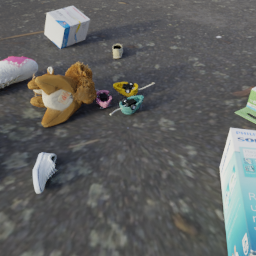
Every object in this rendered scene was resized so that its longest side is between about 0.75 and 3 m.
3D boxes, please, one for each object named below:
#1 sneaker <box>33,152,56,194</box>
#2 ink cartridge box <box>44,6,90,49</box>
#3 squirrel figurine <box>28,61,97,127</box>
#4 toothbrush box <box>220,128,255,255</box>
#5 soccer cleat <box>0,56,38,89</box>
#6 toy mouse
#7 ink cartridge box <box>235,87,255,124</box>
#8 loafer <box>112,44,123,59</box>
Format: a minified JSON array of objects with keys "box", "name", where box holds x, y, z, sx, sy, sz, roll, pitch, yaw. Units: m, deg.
[{"box":[-1.829,0.937,6.241,0.426,0.440,1.204,-8,36,-3],"name":"sneaker"},{"box":[-2.805,-4.677,12.968,1.192,1.171,1.619,43,50,12],"name":"ink cartridge box"},{"box":[-1.994,-1.201,8.539,2.029,1.436,1.894,-19,28,-19],"name":"squirrel figurine"},{"box":[2.893,1.386,4.970,2.115,1.232,2.889,7,36,9],"name":"toothbrush box"},{"box":[-4.482,-1.589,9.397,2.971,1.038,1.282,-13,59,-18],"name":"soccer cleat"},{"box":[-0.294,-0.804,8.617,2.098,0.406,1.865,4,40,8],"name":"toy mouse"},{"box":[4.446,-0.832,8.455,2.222,0.659,1.153,-23,42,-28],"name":"ink cartridge box"},{"box":[-0.438,-3.424,12.154,0.481,0.434,1.271,-2,36,-3],"name":"loafer"}]
